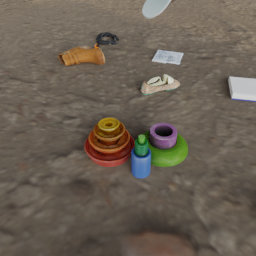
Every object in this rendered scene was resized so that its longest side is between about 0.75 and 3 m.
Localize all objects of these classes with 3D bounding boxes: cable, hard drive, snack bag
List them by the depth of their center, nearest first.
[{"bbox_3d":[4.927,-1.409,10.438,2.149,0.273,1.418,7,38,9],"label":"hard drive"},{"bbox_3d":[1.861,-3.272,12.950,1.303,0.139,1.228,11,40,14],"label":"snack bag"},{"bbox_3d":[-1.126,-4.628,14.590,1.124,0.350,1.377,-18,44,-15],"label":"cable"}]

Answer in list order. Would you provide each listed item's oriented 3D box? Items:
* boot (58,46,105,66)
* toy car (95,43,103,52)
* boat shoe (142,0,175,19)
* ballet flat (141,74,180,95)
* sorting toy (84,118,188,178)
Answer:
[{"bbox_3d":[-2.030,-3.074,12.177,1.548,0.765,1.994,-24,43,-28],"label":"boot"},{"bbox_3d":[-1.416,-3.509,12.970,0.387,0.571,1.163,-31,30,12],"label":"toy car"},{"bbox_3d":[1.103,-3.872,8.478,0.578,1.633,0.741,45,5,6],"label":"boat shoe"},{"bbox_3d":[1.278,-1.693,10.568,1.697,0.571,0.578,-18,42,-22],"label":"ballet flat"},{"bbox_3d":[0.271,0.299,7.498,2.903,1.191,1.744,-4,38,-6],"label":"sorting toy"}]
